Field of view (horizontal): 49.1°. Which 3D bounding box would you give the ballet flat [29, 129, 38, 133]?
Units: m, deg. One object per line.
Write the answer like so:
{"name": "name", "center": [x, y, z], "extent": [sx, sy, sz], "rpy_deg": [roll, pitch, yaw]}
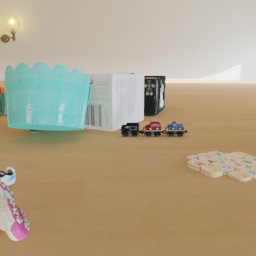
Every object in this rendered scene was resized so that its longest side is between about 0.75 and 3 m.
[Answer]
{"name": "ballet flat", "center": [-3.052, -0.137, 9.321], "extent": [0.349, 0.351, 1.027], "rpy_deg": [14, 12, -7]}

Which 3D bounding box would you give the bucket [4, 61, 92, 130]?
{"name": "bucket", "center": [-2.317, -0.787, 8.144], "extent": [2.491, 1.621, 2.491], "rpy_deg": [2, -4, 0]}

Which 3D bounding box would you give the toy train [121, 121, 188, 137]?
{"name": "toy train", "center": [0.785, 0.019, 8.435], "extent": [2.019, 0.462, 0.344], "rpy_deg": [0, 13, -1]}

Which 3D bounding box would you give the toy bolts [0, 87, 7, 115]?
{"name": "toy bolts", "center": [-5.597, -1.623, 12.480], "extent": [1.742, 2.400, 2.512], "rpy_deg": [-1, 29, -33]}

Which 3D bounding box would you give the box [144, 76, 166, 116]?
{"name": "box", "center": [0.637, -1.585, 12.996], "extent": [1.925, 1.611, 2.591], "rpy_deg": [4, 13, 16]}

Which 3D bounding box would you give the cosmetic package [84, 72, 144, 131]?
{"name": "cosmetic package", "center": [-0.701, -1.046, 10.027], "extent": [1.841, 1.843, 2.233], "rpy_deg": [7, 14, 28]}

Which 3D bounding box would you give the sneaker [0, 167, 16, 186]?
{"name": "sneaker", "center": [-2.184, 0.924, 4.656], "extent": [0.327, 0.329, 0.909], "rpy_deg": [2, 16, 7]}

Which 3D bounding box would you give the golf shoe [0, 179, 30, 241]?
{"name": "golf shoe", "center": [-1.695, 1.118, 3.632], "extent": [0.565, 0.465, 1.235], "rpy_deg": [-38, 39, -20]}

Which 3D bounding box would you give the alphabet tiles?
{"name": "alphabet tiles", "center": [2.110, 0.743, 5.973], "extent": [1.611, 0.118, 1.576], "rpy_deg": [-6, 14, -28]}
